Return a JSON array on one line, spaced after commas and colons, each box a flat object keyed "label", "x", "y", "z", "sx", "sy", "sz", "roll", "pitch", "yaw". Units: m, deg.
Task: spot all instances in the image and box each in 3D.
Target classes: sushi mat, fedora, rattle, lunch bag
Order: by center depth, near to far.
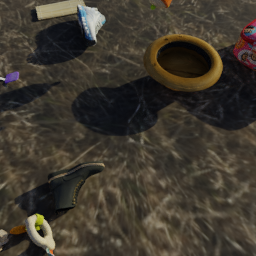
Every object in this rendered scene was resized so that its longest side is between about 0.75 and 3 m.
[{"label": "rattle", "x": -2.017, "y": 2.542, "z": 6.083, "sx": 0.819, "sy": 0.746, "sz": 1.146, "roll": -31, "pitch": 81, "yaw": -11}, {"label": "fedora", "x": 1.668, "y": -1.876, "z": 8.832, "sx": 2.416, "sy": 0.985, "sz": 2.416, "roll": 0, "pitch": 62, "yaw": 1}, {"label": "lunch bag", "x": 5.397, "y": -2.712, "z": 9.455, "sx": 2.946, "sy": 1.207, "sz": 2.595, "roll": 37, "pitch": 58, "yaw": 23}, {"label": "sushi mat", "x": -2.774, "y": -4.959, "z": 11.649, "sx": 2.040, "sy": 0.123, "sz": 0.976, "roll": -16, "pitch": 55, "yaw": -11}]

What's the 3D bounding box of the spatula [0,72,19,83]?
[{"label": "spatula", "x": -4.370, "y": -1.627, "z": 9.239, "sx": 1.555, "sy": 0.160, "sz": 0.439, "roll": -5, "pitch": 53, "yaw": -3}]

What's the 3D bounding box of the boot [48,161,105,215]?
[{"label": "boot", "x": -1.185, "y": 1.454, "z": 6.865, "sx": 1.438, "sy": 0.557, "sz": 0.994, "roll": -19, "pitch": 60, "yaw": 2}]

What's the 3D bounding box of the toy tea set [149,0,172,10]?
[{"label": "toy tea set", "x": 0.467, "y": -4.410, "z": 8.124, "sx": 2.773, "sy": 1.026, "sz": 1.649, "roll": 32, "pitch": 12, "yaw": -17}]

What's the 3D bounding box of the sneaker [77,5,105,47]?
[{"label": "sneaker", "x": -1.301, "y": -3.931, "z": 10.510, "sx": 0.985, "sy": 0.852, "sz": 2.273, "roll": -8, "pitch": 55, "yaw": -12}]

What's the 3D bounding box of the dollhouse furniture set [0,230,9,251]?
[{"label": "dollhouse furniture set", "x": -3.607, "y": 2.513, "z": 5.893, "sx": 2.312, "sy": 1.198, "sz": 1.023, "roll": 23, "pitch": 97, "yaw": 15}]
